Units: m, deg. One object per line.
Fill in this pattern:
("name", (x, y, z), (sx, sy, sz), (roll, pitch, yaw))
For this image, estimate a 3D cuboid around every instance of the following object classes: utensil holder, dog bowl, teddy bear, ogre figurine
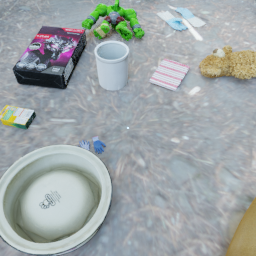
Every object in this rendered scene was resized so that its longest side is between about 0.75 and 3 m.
("utensil holder", (-0.536, -2.154, 9.777), (1.142, 1.344, 1.142), (0, 51, 0))
("dog bowl", (-1.708, 1.762, 6.755), (2.733, 1.008, 2.733), (0, 51, 0))
("teddy bear", (4.119, -2.454, 10.299), (2.844, 0.949, 2.062), (11, 49, 9))
("ogre figurine", (-0.534, -4.575, 11.890), (2.522, 1.237, 1.512), (0, 61, 15))

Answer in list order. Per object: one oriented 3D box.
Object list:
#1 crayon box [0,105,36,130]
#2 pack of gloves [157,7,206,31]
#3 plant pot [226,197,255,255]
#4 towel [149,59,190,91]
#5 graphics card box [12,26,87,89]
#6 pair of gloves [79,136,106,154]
("crayon box", (-3.576, -0.354, 8.987), (1.019, 0.263, 0.640), (12, 51, 9))
("pack of gloves", (2.460, -5.155, 12.910), (1.543, 0.363, 1.837), (-23, 54, -17))
("plant pot", (2.995, 2.365, 5.714), (1.836, 1.836, 1.970), (18, 50, 15))
("towel", (1.557, -1.978, 10.393), (1.066, 0.218, 1.457), (23, 56, 18))
("graphics card box", (-2.860, -2.780, 10.685), (1.855, 0.752, 2.957), (9, 52, 7))
("pair of gloves", (-1.081, 0.558, 8.347), (0.816, 0.093, 0.656), (-15, 54, -11))
